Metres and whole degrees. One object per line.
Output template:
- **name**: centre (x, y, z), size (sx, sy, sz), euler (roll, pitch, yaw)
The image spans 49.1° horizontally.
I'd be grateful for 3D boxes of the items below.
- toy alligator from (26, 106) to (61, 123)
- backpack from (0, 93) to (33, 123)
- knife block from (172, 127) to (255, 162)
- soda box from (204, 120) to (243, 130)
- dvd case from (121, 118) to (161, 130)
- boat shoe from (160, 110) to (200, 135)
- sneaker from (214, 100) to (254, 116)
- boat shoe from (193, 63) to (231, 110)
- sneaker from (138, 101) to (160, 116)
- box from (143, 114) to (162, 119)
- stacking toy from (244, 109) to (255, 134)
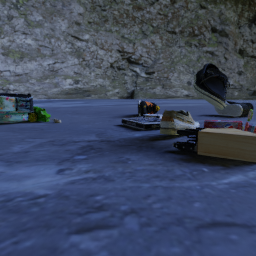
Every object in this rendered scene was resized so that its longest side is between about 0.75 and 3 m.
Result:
- **toy alligator**: centre (-4.414, -0.707, 13.916), size (2.793, 0.758, 0.828), euler (4, 9, 28)
- **backpack**: centre (-5.706, -0.991, 13.177), size (1.764, 1.496, 1.987), euler (3, 0, 37)
- **knife block**: centre (1.995, 0.355, 6.660), size (1.592, 0.580, 1.813), euler (-2, 8, -9)
- **soda box**: centre (3.463, -0.049, 10.244), size (1.337, 0.424, 0.468), euler (3, 9, 17)
- **dvd case**: centre (0.917, -0.212, 12.054), size (1.691, 0.278, 2.250), euler (-3, 9, -24)
- **boat shoe**: centre (1.918, -0.221, 9.803), size (0.891, 0.816, 2.385), euler (4, 4, 33)
- **sneaker**: centre (6.591, -1.221, 17.415), size (1.362, 0.971, 2.747), euler (-1, 13, -19)
- **boat shoe**: centre (2.784, -1.479, 9.261), size (1.071, 0.894, 2.872), euler (33, 27, -8)
- **sneaker**: centre (1.349, -1.264, 17.482), size (1.181, 0.918, 2.626), euler (-1, 5, 14)
- **box**: centre (1.313, -0.551, 14.566), size (0.941, 0.283, 0.549), euler (4, 9, 26)
- **stacking toy**: centre (4.175, -0.134, 9.351), size (0.423, 0.906, 1.001), euler (16, 12, 23)
